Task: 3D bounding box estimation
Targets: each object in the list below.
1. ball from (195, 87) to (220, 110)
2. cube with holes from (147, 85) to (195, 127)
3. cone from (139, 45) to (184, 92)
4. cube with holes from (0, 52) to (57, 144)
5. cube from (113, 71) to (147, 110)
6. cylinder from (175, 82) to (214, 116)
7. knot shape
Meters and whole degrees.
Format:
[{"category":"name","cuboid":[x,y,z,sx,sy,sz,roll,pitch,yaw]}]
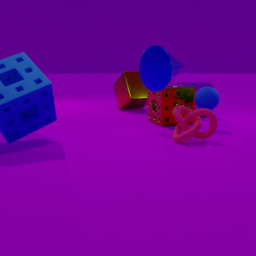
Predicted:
[{"category":"ball","cuboid":[2.429,-0.896,8.616,0.739,0.739,0.739,0,12,0]},{"category":"cube with holes","cuboid":[1.462,-0.810,9.669,1.223,1.223,1.223,-6,13,-17]},{"category":"cone","cuboid":[1.252,-1.812,8.413,1.314,1.310,1.310,-13,18,-37]},{"category":"cube with holes","cuboid":[-2.707,-0.732,6.786,1.327,1.327,1.327,-31,62,-27]},{"category":"cube","cuboid":[0.261,-1.661,12.519,1.296,1.296,1.296,-6,-15,-27]},{"category":"cylinder","cuboid":[2.534,-1.117,10.938,1.316,1.316,1.316,-2,12,-9]},{"category":"knot shape","cuboid":[1.738,-0.118,7.303,1.134,0.560,1.212,1,54,15]}]
